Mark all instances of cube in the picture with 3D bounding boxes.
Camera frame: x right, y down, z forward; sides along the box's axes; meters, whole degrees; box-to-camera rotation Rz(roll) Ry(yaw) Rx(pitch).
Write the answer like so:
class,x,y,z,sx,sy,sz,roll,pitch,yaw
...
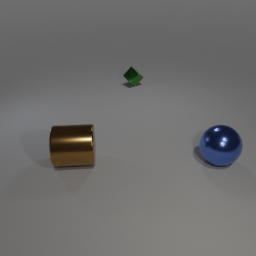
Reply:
class,x,y,z,sx,sy,sz,roll,pitch,yaw
cube,0.300,-2.913,15.824,0.700,0.700,0.700,51,17,24

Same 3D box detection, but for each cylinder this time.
class,x,y,z,sx,sy,sz,roll,pitch,yaw
cylinder,-1.840,0.587,9.526,1.400,1.400,1.400,-2,30,-5

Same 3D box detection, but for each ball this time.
class,x,y,z,sx,sy,sz,roll,pitch,yaw
ball,3.146,0.583,9.521,1.400,1.400,1.400,0,30,0
